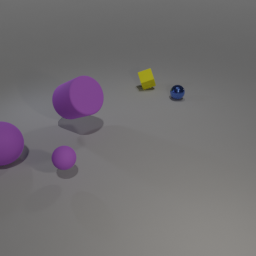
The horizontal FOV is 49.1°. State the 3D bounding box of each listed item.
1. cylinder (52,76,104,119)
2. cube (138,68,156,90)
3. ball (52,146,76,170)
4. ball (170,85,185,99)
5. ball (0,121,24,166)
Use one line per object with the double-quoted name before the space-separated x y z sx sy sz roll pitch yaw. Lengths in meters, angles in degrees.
"cylinder" -1.841 -1.080 10.256 1.400 1.400 1.400 -27 12 -38
"cube" 0.974 -2.514 14.427 0.700 0.700 0.700 -18 65 7
"ball" -1.843 0.858 8.076 0.700 0.700 0.700 0 30 0
"ball" 2.371 -1.720 13.427 0.700 0.700 0.700 0 30 0
"ball" -4.049 0.490 8.899 1.400 1.400 1.400 0 30 0
